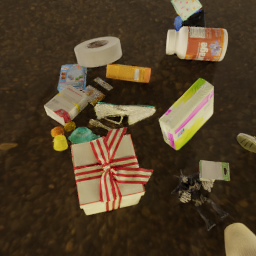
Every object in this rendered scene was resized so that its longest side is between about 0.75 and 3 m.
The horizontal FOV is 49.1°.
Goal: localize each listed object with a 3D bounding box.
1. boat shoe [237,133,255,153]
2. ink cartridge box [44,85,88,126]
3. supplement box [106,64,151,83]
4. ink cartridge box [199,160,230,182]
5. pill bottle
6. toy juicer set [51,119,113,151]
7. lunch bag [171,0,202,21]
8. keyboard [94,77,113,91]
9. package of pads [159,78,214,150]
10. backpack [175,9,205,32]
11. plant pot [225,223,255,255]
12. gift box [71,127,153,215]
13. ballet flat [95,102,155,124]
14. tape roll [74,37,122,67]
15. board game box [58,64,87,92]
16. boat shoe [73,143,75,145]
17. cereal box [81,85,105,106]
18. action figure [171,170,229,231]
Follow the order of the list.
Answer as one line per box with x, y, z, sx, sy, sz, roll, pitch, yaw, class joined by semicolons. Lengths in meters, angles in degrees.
5.061;0.631;11.075;1.521;0.568;0.520;33;57;11;boat shoe
-2.632;-0.996;12.125;1.115;0.641;1.536;31;60;20;ink cartridge box
0.026;-2.580;13.115;2.010;0.691;0.669;6;16;6;supplement box
3.227;1.632;10.509;1.053;0.252;0.766;6;55;4;ink cartridge box
3.318;-4.150;13.813;2.761;1.549;1.549;4;55;4;pill bottle
-1.911;0.235;11.319;2.418;0.658;1.538;-13;29;-24;toy juicer set
2.280;-4.690;10.771;0.880;0.630;1.033;-33;58;19;lunch bag
-1.175;-2.098;13.282;1.027;0.055;0.289;37;57;23;keyboard
2.012;-0.394;9.350;2.079;1.607;0.709;-44;59;-11;package of pads
3.216;-5.551;15.044;1.517;1.233;1.273;-28;31;-18;backpack
3.536;3.700;8.533;1.334;1.334;1.424;-4;35;-3;plant pot
-0.547;1.438;9.234;2.406;2.247;2.220;-15;66;-9;gift box
-0.150;-0.565;11.855;2.564;0.920;0.920;5;55;7;ballet flat
-1.422;-3.697;13.505;2.205;0.728;2.205;-8;33;6;tape roll
-2.601;-2.398;13.225;1.230;0.298;1.626;-5;53;4;board game box
-1.583;1.113;10.704;0.574;0.531;1.554;-30;60;-19;boat shoe
-1.650;-1.486;12.744;0.998;0.197;0.718;34;61;21;cereal box
2.370;2.257;9.560;1.327;1.139;2.233;-35;63;-10;action figure
